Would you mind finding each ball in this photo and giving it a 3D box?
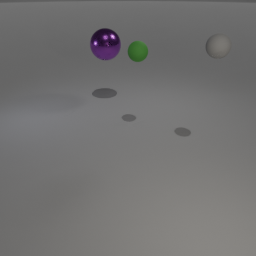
[{"bbox_3d":[-1.017,-3.766,12.647,1.400,1.400,1.400,0,28,0],"label":"ball"},{"bbox_3d":[0.336,-2.600,9.517,0.700,0.700,0.700,0,28,0],"label":"ball"},{"bbox_3d":[2.552,-2.314,7.900,0.700,0.700,0.700,0,28,0],"label":"ball"}]
